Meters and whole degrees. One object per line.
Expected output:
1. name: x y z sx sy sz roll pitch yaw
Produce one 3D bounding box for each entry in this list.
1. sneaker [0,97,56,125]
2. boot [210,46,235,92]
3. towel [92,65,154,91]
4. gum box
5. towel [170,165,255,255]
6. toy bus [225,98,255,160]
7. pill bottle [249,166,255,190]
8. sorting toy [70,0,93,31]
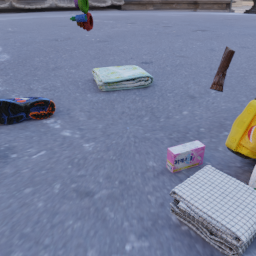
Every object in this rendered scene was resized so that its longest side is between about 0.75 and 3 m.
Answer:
1. sneaker: -3.625 -0.643 9.394 2.251 0.848 0.883 -2 19 -23
2. boot: 2.686 -1.646 7.921 0.389 1.212 1.129 15 11 10
3. towel: -0.311 -2.351 12.718 2.468 0.594 2.112 -7 29 -14
4. gum box: 1.449 0.696 6.938 0.968 0.550 0.320 -12 30 -22
5. towel: 1.710 1.520 5.293 1.292 0.668 1.560 -25 38 -36
6. toy bus: 3.537 0.403 6.249 2.091 1.419 2.008 9 24 -42
7. pill bottle: 3.208 1.251 5.676 1.319 0.744 0.744 18 33 31
8. sorting toy: -1.668 -3.997 9.771 0.580 1.414 0.849 1 51 12
